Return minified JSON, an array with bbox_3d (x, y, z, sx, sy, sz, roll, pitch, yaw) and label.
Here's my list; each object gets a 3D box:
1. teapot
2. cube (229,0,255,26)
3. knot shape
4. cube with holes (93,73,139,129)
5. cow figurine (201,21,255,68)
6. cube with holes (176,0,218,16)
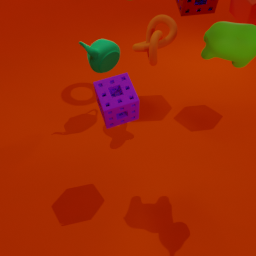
[{"bbox_3d":[-0.789,-2.151,8.148,0.803,1.020,1.640,48,21,19],"label":"teapot"},{"bbox_3d":[3.583,-3.578,7.957,0.937,0.937,0.937,-25,63,0],"label":"cube"},{"bbox_3d":[0.661,-2.355,7.686,1.280,0.632,1.368,6,70,60],"label":"knot shape"},{"bbox_3d":[-0.228,-0.540,5.659,0.706,0.706,0.706,-18,63,-8],"label":"cube with holes"},{"bbox_3d":[2.043,-1.534,4.777,1.406,1.383,0.772,11,82,-2],"label":"cow figurine"},{"bbox_3d":[2.050,-4.146,8.322,1.050,1.050,1.050,-7,59,-3],"label":"cube with holes"}]
